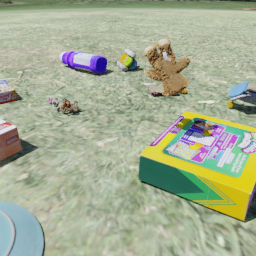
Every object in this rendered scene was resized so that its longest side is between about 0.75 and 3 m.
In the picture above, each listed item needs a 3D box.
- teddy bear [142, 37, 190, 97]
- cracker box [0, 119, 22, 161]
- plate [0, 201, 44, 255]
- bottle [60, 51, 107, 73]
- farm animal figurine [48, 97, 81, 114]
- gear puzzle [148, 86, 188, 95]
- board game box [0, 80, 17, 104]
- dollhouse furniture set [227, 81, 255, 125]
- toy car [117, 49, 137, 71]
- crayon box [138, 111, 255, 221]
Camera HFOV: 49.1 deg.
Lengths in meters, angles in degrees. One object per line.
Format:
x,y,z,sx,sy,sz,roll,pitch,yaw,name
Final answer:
0.833,-1.305,6.014,1.301,0.943,0.434,48,1,11,teddy bear
-4.424,0.240,7.405,2.706,0.781,1.813,20,34,31,cracker box
-2.777,2.036,4.528,2.718,0.347,2.718,1,27,0,plate
-2.294,-3.337,13.976,2.570,0.839,1.074,18,18,31,bottle
-2.238,-0.748,9.666,0.979,0.492,0.791,14,12,31,farm animal figurine
1.608,-1.480,11.290,1.608,0.211,0.833,0,26,-7,gear puzzle
-5.396,-1.263,10.570,1.918,0.444,1.453,-18,33,-30,board game box
4.538,-0.485,9.111,2.102,1.453,2.226,19,-6,-9,dollhouse furniture set
0.056,-3.345,14.168,0.867,1.012,1.156,28,14,-30,toy car
1.919,0.650,6.638,2.327,0.786,2.697,18,33,27,crayon box
